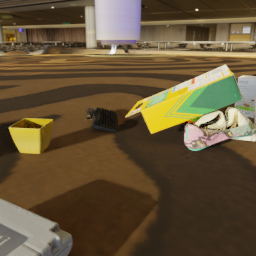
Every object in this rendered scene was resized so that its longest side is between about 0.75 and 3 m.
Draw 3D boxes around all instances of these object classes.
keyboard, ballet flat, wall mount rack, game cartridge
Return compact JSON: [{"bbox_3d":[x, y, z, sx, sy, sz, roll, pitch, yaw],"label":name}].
[{"bbox_3d":[-0.855,-0.442,9.239,1.102,0.419,2.117,9,16,-8],"label":"keyboard"},{"bbox_3d":[2.511,-0.075,7.401,2.389,0.850,0.826,-13,23,-23],"label":"ballet flat"},{"bbox_3d":[3.091,-0.362,8.355,2.612,0.974,2.269,7,19,17],"label":"wall mount rack"},{"bbox_3d":[-2.064,1.673,3.014,1.690,0.527,2.537,6,19,31],"label":"game cartridge"}]

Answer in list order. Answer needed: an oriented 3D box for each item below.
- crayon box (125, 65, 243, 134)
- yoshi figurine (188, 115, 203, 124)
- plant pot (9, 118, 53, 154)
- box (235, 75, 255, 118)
[{"bbox_3d":[1.550,-0.769,7.952,2.929,0.755,1.841,-21,13,20],"label":"crayon box"},{"bbox_3d":[1.949,-0.576,9.430,1.377,0.771,0.774,7,13,11],"label":"yoshi figurine"},{"bbox_3d":[-2.378,0.214,7.024,0.802,0.707,0.802,3,18,7],"label":"plant pot"},{"bbox_3d":[4.669,-1.071,9.819,1.582,1.396,0.765,13,22,35],"label":"box"}]
